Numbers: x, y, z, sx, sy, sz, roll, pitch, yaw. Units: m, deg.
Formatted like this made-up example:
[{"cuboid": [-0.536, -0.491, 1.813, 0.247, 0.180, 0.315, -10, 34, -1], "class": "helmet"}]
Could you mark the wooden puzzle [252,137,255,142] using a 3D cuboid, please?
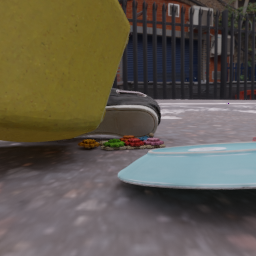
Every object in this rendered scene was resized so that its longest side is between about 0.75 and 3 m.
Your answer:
[{"cuboid": [1.741, 0.237, 2.834, 0.644, 0.076, 1.087, 30, -19, -20], "class": "wooden puzzle"}]

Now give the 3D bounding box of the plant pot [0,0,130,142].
[{"cuboid": [-1.535, -1.050, 3.769, 2.657, 2.580, 2.597, 21, -14, -19], "class": "plant pot"}]

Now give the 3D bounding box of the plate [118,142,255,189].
[{"cuboid": [0.819, 0.277, 2.577, 1.859, 0.238, 1.859, -5, -1, 0], "class": "plate"}]

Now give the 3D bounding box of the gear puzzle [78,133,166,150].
[{"cuboid": [-0.132, 0.206, 4.584, 1.377, 0.180, 0.713, -2, 7, -14], "class": "gear puzzle"}]

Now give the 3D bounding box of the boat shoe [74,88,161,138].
[{"cuboid": [-0.742, -0.341, 5.418, 2.769, 0.926, 0.789, 7, 31, 7], "class": "boat shoe"}]
